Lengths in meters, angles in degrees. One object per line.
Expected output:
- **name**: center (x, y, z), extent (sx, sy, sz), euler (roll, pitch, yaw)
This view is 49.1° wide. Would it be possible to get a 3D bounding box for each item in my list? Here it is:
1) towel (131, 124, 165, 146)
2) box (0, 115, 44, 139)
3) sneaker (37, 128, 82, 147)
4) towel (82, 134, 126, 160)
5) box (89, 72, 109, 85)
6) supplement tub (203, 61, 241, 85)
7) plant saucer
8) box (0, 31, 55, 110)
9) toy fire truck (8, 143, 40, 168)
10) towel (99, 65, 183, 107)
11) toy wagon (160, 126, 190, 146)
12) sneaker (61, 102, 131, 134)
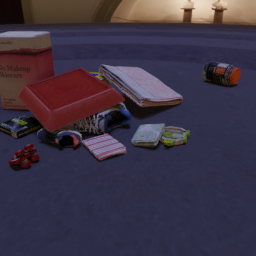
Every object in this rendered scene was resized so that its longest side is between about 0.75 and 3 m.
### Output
- **towel**: center (0.592, 0.196, 8.133), extent (0.790, 0.222, 0.922), euler (0, 36, 27)
- **box**: center (-3.408, -0.068, 8.939), extent (1.045, 0.248, 1.009), euler (18, 33, 33)
- **sneaker**: center (-2.000, 0.287, 7.904), extent (1.307, 0.490, 0.552), euler (3, 23, 8)
- **towel**: center (-0.688, 0.517, 7.826), extent (0.871, 0.178, 1.190), euler (-14, 26, -28)
- **box**: center (-1.751, -1.471, 10.952), extent (1.750, 1.068, 1.686), euler (3, 26, 8)
- **supplement tub**: center (4.523, -2.641, 13.544), extent (0.967, 0.967, 1.579), euler (-22, 33, -38)
- **plant saucer**: center (-1.883, -1.139, 8.977), extent (2.636, 0.484, 2.631), euler (-25, 41, -28)
- **box**: center (-3.813, -2.148, 10.471), extent (1.710, 2.674, 1.457), euler (3, 25, 9)
- **toy fire truck**: center (-2.704, 0.734, 7.148), extent (0.645, 0.430, 0.768), euler (-14, 16, 31)
- **towel**: center (0.519, -1.712, 10.927), extent (2.525, 0.426, 2.644), euler (-9, 42, -47)
- **toy wagon**: center (1.279, 0.259, 8.264), extent (0.931, 0.237, 1.200), euler (9, 28, 20)
- **sneaker**: center (-1.038, -0.304, 8.643), extent (2.585, 0.996, 1.101), euler (-14, 33, -27)
